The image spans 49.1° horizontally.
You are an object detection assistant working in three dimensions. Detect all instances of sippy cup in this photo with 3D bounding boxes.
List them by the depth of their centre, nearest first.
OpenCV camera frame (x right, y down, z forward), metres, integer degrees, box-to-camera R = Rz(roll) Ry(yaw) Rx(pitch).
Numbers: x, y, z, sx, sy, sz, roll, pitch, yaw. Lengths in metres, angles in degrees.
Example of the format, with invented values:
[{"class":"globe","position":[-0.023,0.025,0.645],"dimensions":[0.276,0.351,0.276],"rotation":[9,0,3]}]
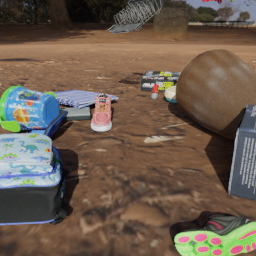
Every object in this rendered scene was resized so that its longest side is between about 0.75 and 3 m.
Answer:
[{"class":"sippy cup","position":[-2.750,-0.521,8.133],"dimensions":[1.286,1.754,1.378],"rotation":[5,-23,18]}]

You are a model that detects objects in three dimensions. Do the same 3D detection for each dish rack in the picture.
[{"class":"dish rack","position":[0.241,-4.245,10.503],"dimensions":[1.631,0.580,2.127],"rotation":[13,51,43]}]

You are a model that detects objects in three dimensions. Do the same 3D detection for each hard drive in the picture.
[{"class":"hard drive","position":[-1.999,-0.482,9.679],"dimensions":[1.375,0.226,0.959],"rotation":[-3,20,-9]}]

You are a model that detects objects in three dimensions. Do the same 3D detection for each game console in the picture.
[{"class":"game console","position":[-2.411,-0.003,7.744],"dimensions":[0.721,1.040,1.219],"rotation":[29,21,-5]}]

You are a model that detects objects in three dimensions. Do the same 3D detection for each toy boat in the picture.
[{"class":"toy boat","position":[1.676,-1.408,11.767],"dimensions":[1.401,0.651,1.178],"rotation":[14,28,15]}]

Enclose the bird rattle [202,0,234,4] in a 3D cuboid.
[{"class":"bird rattle","position":[2.440,-3.542,6.545],"dimensions":[0.851,1.231,1.510],"rotation":[-1,26,-21]}]

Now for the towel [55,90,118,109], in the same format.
[{"class":"towel","position":[-2.032,-1.187,11.307],"dimensions":[2.722,0.325,1.971],"rotation":[14,22,41]}]

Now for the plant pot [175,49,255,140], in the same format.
[{"class":"plant pot","position":[2.879,-0.689,7.781],"dimensions":[2.355,2.355,2.519],"rotation":[-5,31,-12]}]

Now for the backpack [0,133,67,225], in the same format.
[{"class":"backpack","position":[-1.873,0.763,4.890],"dimensions":[1.553,1.247,1.698],"rotation":[-1,16,-13]}]

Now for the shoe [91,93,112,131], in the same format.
[{"class":"shoe","position":[-0.849,-0.552,8.999],"dimensions":[0.648,0.826,1.815],"rotation":[-1,20,-2]}]

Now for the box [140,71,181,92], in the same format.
[{"class":"box","position":[1.855,-2.413,14.322],"dimensions":[2.156,0.596,2.691],"rotation":[4,21,10]}]

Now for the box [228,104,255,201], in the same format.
[{"class":"box","position":[3.405,0.544,5.284],"dimensions":[2.549,1.365,1.892],"rotation":[10,22,24]}]

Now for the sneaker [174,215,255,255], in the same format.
[{"class":"sneaker","position":[1.245,1.554,3.990],"dimensions":[1.332,0.511,0.558],"rotation":[0,6,-18]}]
